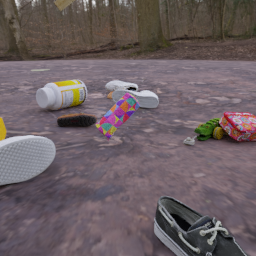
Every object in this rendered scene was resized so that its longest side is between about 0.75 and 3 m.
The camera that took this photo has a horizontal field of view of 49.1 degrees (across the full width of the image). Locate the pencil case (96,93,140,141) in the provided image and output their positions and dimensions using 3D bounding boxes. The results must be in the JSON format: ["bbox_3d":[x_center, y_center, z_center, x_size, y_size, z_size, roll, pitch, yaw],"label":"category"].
[{"bbox_3d":[-0.177,-0.210,4.888,0.385,0.870,0.385,44,3,-3],"label":"pencil case"}]

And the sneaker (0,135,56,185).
[{"bbox_3d":[-2.785,0.636,5.594,1.071,0.967,2.615,20,25,40],"label":"sneaker"}]

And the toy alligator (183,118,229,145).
[{"bbox_3d":[2.420,0.031,8.322,2.175,0.522,0.721,-15,22,-41],"label":"toy alligator"}]

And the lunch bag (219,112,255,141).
[{"bbox_3d":[3.321,-0.102,8.193,1.203,0.493,1.060,0,39,-23],"label":"lunch bag"}]

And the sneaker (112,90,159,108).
[{"bbox_3d":[0.354,-1.335,12.604,2.068,0.762,1.195,11,16,4],"label":"sneaker"}]

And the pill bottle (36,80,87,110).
[{"bbox_3d":[-2.838,-1.424,12.055,1.138,1.138,2.083,12,20,35],"label":"pill bottle"}]

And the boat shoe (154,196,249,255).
[{"bbox_3d":[0.964,1.450,3.571,0.636,0.573,1.799,-12,21,-35],"label":"boat shoe"}]

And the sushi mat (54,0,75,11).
[{"bbox_3d":[-2.304,-4.726,10.368,0.822,0.393,0.050,-34,22,7],"label":"sushi mat"}]

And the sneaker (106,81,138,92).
[{"bbox_3d":[-0.351,-2.259,15.582,1.858,0.685,1.074,1,13,-1],"label":"sneaker"}]

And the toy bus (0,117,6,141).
[{"bbox_3d":[-3.653,0.265,7.234,0.745,0.620,1.904,-14,20,-15],"label":"toy bus"}]

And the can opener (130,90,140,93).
[{"bbox_3d":[0.522,-1.928,15.155,0.880,0.294,0.235,-3,14,-9],"label":"can opener"}]

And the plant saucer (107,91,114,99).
[{"bbox_3d":[-0.379,-1.723,14.564,1.390,0.260,1.390,1,17,0],"label":"plant saucer"}]

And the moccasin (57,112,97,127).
[{"bbox_3d":[-1.720,-0.286,9.559,1.335,0.488,0.515,-8,25,8],"label":"moccasin"}]
